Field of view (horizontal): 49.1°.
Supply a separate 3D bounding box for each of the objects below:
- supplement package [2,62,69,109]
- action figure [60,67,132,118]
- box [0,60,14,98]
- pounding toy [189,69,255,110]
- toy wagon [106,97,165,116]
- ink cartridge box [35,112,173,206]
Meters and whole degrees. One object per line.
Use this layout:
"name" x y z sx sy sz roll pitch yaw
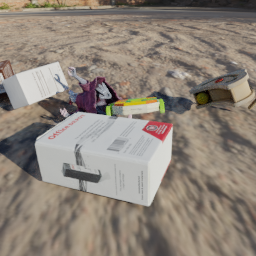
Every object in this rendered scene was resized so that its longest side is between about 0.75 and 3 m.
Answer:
"supplement package" -2.923 -1.365 8.957 0.985 0.973 1.624 -7 18 42
"action figure" -1.059 -0.872 8.341 1.692 1.522 2.273 17 -4 -34
"box" -4.643 -1.826 10.276 0.737 0.985 1.966 -15 24 -8
"pounding toy" 3.092 -0.857 8.272 2.361 1.355 1.350 -12 21 44
"toy wagon" 0.208 -0.564 7.184 1.381 0.352 1.780 -5 11 5
"ink cartridge box" -0.428 0.505 5.927 2.392 1.001 1.726 9 27 20
